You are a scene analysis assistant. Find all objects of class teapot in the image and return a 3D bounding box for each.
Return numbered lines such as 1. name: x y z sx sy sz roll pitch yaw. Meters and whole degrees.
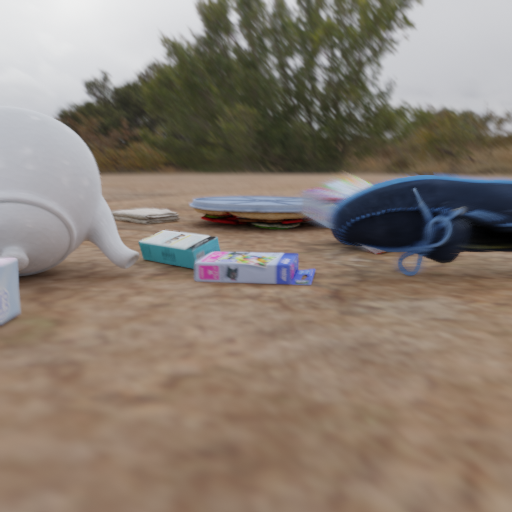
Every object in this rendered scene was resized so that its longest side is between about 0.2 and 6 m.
1. teapot: -2.879 -0.517 6.502 2.229 2.200 1.628 -22 52 6

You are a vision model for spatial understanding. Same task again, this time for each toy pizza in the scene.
1. toy pizza: 0.199 -0.959 12.182 3.296 0.522 3.296 1 9 0

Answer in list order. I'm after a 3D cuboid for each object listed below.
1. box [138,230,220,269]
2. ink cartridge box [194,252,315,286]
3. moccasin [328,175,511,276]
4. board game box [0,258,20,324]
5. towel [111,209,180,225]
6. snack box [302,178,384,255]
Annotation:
1. box: -1.042 -0.098 7.563 1.148 0.282 0.472 9 29 42
2. ink cartridge box: 0.015 0.137 6.727 1.351 0.284 0.806 4 11 10
3. moccasin: 2.269 -0.392 6.730 2.730 0.931 1.098 -7 -27 -9
4. board game box: -3.523 0.477 3.780 2.694 0.587 2.708 1 10 3
5. towel: -2.529 -0.917 12.691 1.505 0.259 0.997 9 13 42
6. snack box: 1.792 -0.699 9.103 1.257 0.468 1.767 -17 34 -33
